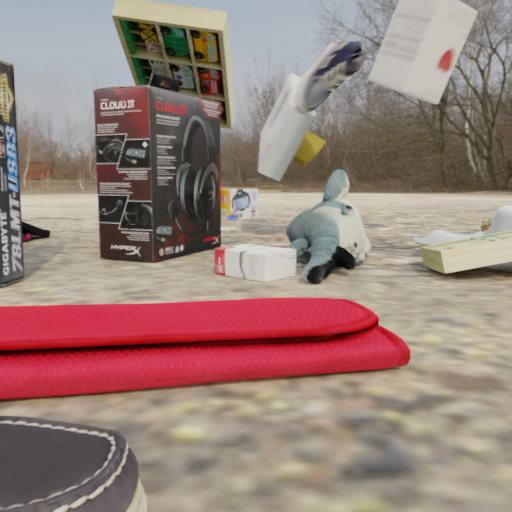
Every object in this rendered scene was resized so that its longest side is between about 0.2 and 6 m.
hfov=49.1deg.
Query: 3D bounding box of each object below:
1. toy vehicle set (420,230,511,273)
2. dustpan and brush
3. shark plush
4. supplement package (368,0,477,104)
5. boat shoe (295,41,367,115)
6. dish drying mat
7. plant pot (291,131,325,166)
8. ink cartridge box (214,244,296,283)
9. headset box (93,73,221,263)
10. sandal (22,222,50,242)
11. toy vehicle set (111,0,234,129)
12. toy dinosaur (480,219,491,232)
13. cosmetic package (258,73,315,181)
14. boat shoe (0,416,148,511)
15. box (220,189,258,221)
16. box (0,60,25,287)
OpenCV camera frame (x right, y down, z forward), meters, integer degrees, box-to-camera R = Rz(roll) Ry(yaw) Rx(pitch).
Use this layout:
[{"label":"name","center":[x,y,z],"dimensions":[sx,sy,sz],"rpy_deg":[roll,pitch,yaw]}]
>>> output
[{"label":"toy vehicle set","center":[3.905,-0.176,8.518],"dimensions":[2.499,0.331,1.553],"rpy_deg":[-11,2,5]},{"label":"dustpan and brush","center":[4.959,-0.412,10.855],"dimensions":[3.736,1.069,2.608],"rpy_deg":[12,15,28]},{"label":"shark plush","center":[1.128,-0.074,9.515],"dimensions":[1.512,1.650,3.631],"rpy_deg":[-18,25,13]},{"label":"supplement package","center":[2.594,-3.277,8.798],"dimensions":[0.887,1.463,0.876],"rpy_deg":[5,24,-36]},{"label":"boat shoe","center":[1.354,-3.251,10.120],"dimensions":[0.598,1.601,0.743],"rpy_deg":[38,-12,-35]},{"label":"dish drying mat","center":[-1.265,0.648,4.578],"dimensions":[4.643,0.423,1.783],"rpy_deg":[-2,7,-12]},{"label":"plant pot","center":[1.145,-2.517,13.282],"dimensions":[0.640,0.659,0.645],"rpy_deg":[32,-9,-4]},{"label":"ink cartridge box","center":[-0.015,0.096,8.446],"dimensions":[1.028,0.426,0.754],"rpy_deg":[7,11,42]},{"label":"headset box","center":[-1.777,-1.704,10.712],"dimensions":[1.289,3.337,2.483],"rpy_deg":[5,9,25]},{"label":"sandal","center":[-5.549,-0.499,12.659],"dimensions":[0.983,0.590,2.619],"rpy_deg":[7,-5,12]},{"label":"toy vehicle set","center":[-1.547,-3.817,11.549],"dimensions":[2.049,0.437,3.298],"rpy_deg":[9,-18,4]},{"label":"toy dinosaur","center":[6.136,-0.635,13.227],"dimensions":[1.507,0.867,2.980],"rpy_deg":[-14,-2,11]},{"label":"cosmetic package","center":[0.694,-3.101,13.315],"dimensions":[0.606,1.768,2.344],"rpy_deg":[20,33,-12]},{"label":"boat shoe","center":[-1.812,0.769,2.046],"dimensions":[2.771,0.898,0.997],"rpy_deg":[0,8,1]},{"label":"box","center":[-0.508,-1.802,19.477],"dimensions":[0.372,1.067,1.792],"rpy_deg":[7,11,43]},{"label":"box","center":[-4.827,-1.133,7.760],"dimensions":[3.045,3.068,0.762],"rpy_deg":[2,9,11]}]
